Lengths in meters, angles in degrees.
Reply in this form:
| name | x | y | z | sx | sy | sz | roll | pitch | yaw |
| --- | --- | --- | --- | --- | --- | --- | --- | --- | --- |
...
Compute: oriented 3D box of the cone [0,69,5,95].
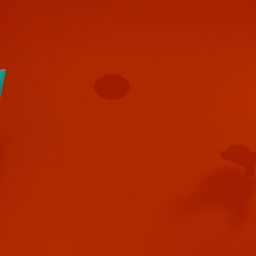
| name | x | y | z | sx | sy | sz | roll | pitch | yaw |
| --- | --- | --- | --- | --- | --- | --- | --- | --- | --- |
| cone | -3.484 | -0.927 | 6.834 | 1.527 | 1.527 | 1.533 | 21 | 58 | 12 |
